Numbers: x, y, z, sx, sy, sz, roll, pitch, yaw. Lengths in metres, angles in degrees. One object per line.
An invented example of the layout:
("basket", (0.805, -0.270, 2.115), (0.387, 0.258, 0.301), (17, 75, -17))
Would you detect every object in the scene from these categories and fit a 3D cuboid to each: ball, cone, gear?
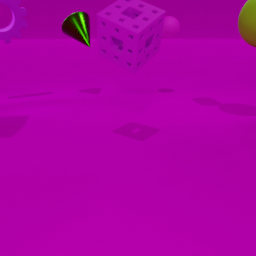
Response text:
("ball", (1.416, -3.461, 9.666), (0.731, 0.731, 0.731), (0, 19, 0))
("cone", (-1.538, -3.156, 9.558), (1.079, 1.083, 1.079), (-29, -15, -8))
("ball", (3.386, -2.612, 6.771), (1.352, 1.352, 1.352), (0, 19, 0))
("gear", (-3.934, -3.410, 8.558), (1.617, 1.617, 0.299), (-11, 39, -30))

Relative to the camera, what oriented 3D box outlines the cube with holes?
("cube with holes", (0.042, -1.711, 5.106), (0.855, 0.855, 0.855), (31, 57, 19))
